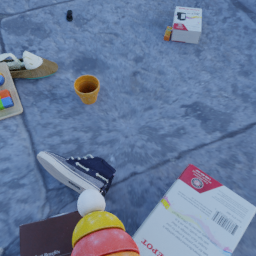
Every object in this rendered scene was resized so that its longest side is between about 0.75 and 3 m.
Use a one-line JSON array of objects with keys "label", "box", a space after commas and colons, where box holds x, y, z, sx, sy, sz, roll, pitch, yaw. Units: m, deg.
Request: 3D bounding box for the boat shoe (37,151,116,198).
[{"label": "boat shoe", "box": [-1.561, 1.240, 8.829, 2.499, 0.933, 1.159, 32, 56, 10]}]

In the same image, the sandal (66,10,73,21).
[{"label": "sandal", "box": [-2.855, -5.495, 13.588, 0.325, 0.207, 0.864, -8, 57, -5]}]

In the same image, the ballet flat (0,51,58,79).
[{"label": "ballet flat", "box": [-4.329, -2.523, 11.119, 2.923, 1.057, 0.991, -4, 55, -3]}]

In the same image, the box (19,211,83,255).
[{"label": "box", "box": [-1.334, 3.439, 6.691, 1.908, 1.888, 2.300, -11, 57, -7]}]

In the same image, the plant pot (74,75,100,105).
[{"label": "plant pot", "box": [-1.502, -1.356, 10.478, 0.930, 0.852, 0.930, 1, 56, -1]}]

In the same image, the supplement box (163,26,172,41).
[{"label": "supplement box", "box": [1.824, -4.323, 12.792, 0.254, 0.262, 0.762, 14, 55, 6]}]

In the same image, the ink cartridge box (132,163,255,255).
[{"label": "ink cartridge box", "box": [1.661, 2.782, 7.529, 2.133, 1.212, 2.927, 35, 63, 21]}]

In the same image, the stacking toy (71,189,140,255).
[{"label": "stacking toy", "box": [-0.510, 2.179, 5.289, 1.731, 1.731, 2.369, -15, 52, -10]}]

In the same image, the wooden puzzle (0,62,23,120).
[{"label": "wooden puzzle", "box": [-5.212, -1.262, 10.237, 2.068, 0.517, 2.232, -20, 80, -12]}]

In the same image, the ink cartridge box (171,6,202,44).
[{"label": "ink cartridge box", "box": [2.676, -4.720, 12.776, 1.241, 0.705, 1.703, 8, 57, 5]}]
